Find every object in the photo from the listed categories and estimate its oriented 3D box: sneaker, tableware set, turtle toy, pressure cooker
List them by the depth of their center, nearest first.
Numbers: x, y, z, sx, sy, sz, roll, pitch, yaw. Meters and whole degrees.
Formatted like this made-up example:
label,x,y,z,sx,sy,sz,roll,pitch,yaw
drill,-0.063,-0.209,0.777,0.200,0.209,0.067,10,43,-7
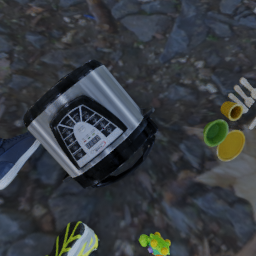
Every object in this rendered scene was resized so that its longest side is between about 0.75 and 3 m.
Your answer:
label,x,y,z,sx,sy,sz,roll,pitch,yaw
sneaker,-1.582,3.366,6.540,2.395,0.915,0.903,-49,31,-2
turtle toy,0.672,2.917,6.988,0.825,0.602,0.417,32,101,13
pressure cooker,-0.777,0.044,7.090,2.850,2.507,2.546,51,52,-9
tableware set,3.226,0.201,7.287,1.977,2.935,0.450,-54,33,6
sneaker,-3.289,0.282,7.498,1.602,0.843,2.218,48,40,-21
